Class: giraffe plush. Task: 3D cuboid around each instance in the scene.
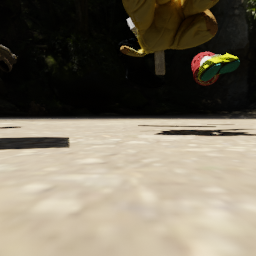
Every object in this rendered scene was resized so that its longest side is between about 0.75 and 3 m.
[{"bbox_3d":[0.921,-2.962,6.766,2.251,2.116,2.609,9,-36,-6],"label":"giraffe plush"}]

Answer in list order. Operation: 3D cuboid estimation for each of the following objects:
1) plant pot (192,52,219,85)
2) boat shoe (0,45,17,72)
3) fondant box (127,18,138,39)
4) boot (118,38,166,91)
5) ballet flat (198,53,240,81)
[{"bbox_3d":[3.391,-2.528,12.140,1.201,1.201,1.093,0,39,9],"label":"plant pot"},{"bbox_3d":[-4.167,-2.275,9.044,0.731,0.623,2.186,15,0,-3],"label":"boat shoe"},{"bbox_3d":[1.133,-3.936,10.360,1.951,0.568,1.407,-27,-28,16],"label":"fondant box"},{"bbox_3d":[0.493,-2.401,10.537,0.765,1.693,2.066,-31,39,-29],"label":"boot"},{"bbox_3d":[2.300,-1.682,7.495,1.771,0.593,0.592,-21,-30,-36],"label":"ballet flat"}]
